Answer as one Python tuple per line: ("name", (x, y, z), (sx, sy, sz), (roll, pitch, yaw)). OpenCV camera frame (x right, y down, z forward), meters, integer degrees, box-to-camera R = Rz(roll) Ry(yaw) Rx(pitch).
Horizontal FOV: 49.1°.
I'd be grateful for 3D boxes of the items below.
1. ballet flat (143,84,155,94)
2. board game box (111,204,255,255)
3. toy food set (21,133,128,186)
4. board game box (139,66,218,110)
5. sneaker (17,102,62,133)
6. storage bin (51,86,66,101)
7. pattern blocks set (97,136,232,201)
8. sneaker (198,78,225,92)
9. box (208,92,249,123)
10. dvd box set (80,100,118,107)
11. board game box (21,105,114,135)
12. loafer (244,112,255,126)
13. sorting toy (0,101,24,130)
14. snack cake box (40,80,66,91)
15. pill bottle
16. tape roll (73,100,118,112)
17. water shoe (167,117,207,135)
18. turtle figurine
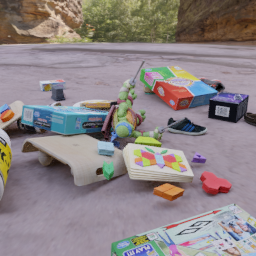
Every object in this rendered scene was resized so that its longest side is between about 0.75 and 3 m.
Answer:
("ballet flat", (1.863, -2.387, 14.497), (0.961, 0.890, 2.726), (17, 26, 40))
("board game box", (1.168, 1.942, 3.981), (2.409, 0.351, 1.621), (-9, 22, -23))
("toy food set", (-1.302, 0.741, 6.878), (2.313, 0.699, 1.660), (20, 17, 39))
("board game box", (2.204, -1.909, 12.657), (2.219, 0.585, 2.901), (-12, 39, -28))
("sneaker", (-3.089, -0.459, 9.776), (1.057, 0.683, 1.949), (5, 24, 8))
("storage bin", (-3.215, -1.623, 12.973), (0.615, 0.567, 0.845), (-12, 25, -28))
("pattern blocks set", (0.686, 0.779, 6.321), (2.697, 0.219, 2.371), (2, 25, -21))
("sneaker", (4.071, -2.112, 14.119), (1.857, 0.716, 0.760), (-7, 28, -16))
("box", (3.818, -0.824, 10.604), (1.082, 0.763, 1.463), (13, 25, 32))
("dvd box set", (-1.071, -0.916, 10.598), (1.237, 0.182, 0.905), (1, 11, 20))
("board game box", (-1.676, -0.285, 8.627), (1.818, 0.565, 2.408), (12, 9, 33))
("loafer", (4.556, -0.316, 9.633), (0.517, 0.505, 1.417), (-6, 22, -15))
("sorting toy", (-3.984, -0.163, 8.642), (1.836, 0.366, 2.484), (-32, 30, -14))
("snack cake box", (-3.988, -2.270, 14.856), (1.241, 0.417, 0.714), (-10, 21, -24))
("pill bottle", (-3.106, 0.759, 5.834), (1.215, 1.215, 2.125), (-6, 22, -14))
("tape roll", (-1.281, -0.741, 11.007), (1.776, 0.324, 1.776), (0, 21, 0))
("water shoe", (1.912, -0.077, 9.011), (1.286, 0.507, 0.460), (3, 21, 7))
("turtle figurine", (0.456, -0.568, 8.474), (1.826, 2.538, 2.461), (30, 14, -9))
